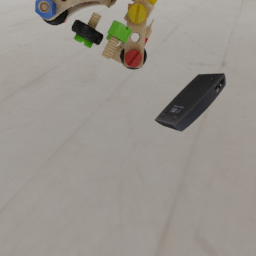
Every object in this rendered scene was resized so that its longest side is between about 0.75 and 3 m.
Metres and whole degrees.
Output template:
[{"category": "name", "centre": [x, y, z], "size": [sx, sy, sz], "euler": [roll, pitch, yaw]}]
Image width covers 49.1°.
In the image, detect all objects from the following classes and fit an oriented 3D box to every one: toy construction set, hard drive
[{"category": "toy construction set", "centre": [-0.118, -2.580, 5.750], "size": [2.421, 2.230, 2.903], "euler": [34, 12, 20]}, {"category": "hard drive", "centre": [0.987, -0.411, 4.414], "size": [1.119, 0.237, 0.755], "euler": [-46, 21, -8]}]
